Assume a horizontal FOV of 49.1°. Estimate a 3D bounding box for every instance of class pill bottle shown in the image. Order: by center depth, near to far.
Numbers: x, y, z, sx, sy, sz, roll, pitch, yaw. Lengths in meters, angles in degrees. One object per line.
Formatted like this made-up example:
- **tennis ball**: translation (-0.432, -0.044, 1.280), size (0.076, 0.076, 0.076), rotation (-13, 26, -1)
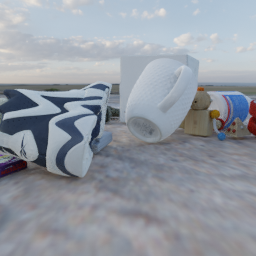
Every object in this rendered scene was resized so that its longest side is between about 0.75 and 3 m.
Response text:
- **pill bottle**: translation (3.271, -0.617, 9.269), size (2.141, 1.201, 1.201), rotation (-6, 10, -39)

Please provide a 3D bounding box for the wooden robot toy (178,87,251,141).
- **wooden robot toy**: translation (1.959, -0.503, 7.864), size (2.872, 1.303, 1.265), rotation (8, 16, 40)

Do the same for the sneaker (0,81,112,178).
- **sneaker**: translation (-1.410, -0.282, 5.099), size (1.934, 1.187, 2.973), rotation (12, 30, -1)

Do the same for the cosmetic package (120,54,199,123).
- **cosmetic package**: translation (1.294, -1.468, 10.719), size (2.402, 2.417, 2.888), rotation (4, 10, 21)

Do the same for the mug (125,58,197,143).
- **mug**: translation (0.832, -0.684, 6.631), size (1.487, 1.766, 2.014), rotation (35, -34, -7)

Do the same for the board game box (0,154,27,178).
- **board game box**: translation (-2.365, 0.647, 4.069), size (0.928, 0.250, 1.546), rotation (8, 11, 23)

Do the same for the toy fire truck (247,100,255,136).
- **toy fire truck**: translation (4.367, -0.263, 6.589), size (2.716, 1.523, 2.281), rotation (-2, 27, -13)

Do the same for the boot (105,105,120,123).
- **boot**: translation (-0.883, -0.680, 11.187), size (1.643, 0.851, 2.515), rotation (1, 8, -34)

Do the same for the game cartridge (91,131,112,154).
- **game cartridge**: translation (-1.277, 0.267, 6.197), size (1.724, 0.358, 1.148), rotation (2, 7, 14)
